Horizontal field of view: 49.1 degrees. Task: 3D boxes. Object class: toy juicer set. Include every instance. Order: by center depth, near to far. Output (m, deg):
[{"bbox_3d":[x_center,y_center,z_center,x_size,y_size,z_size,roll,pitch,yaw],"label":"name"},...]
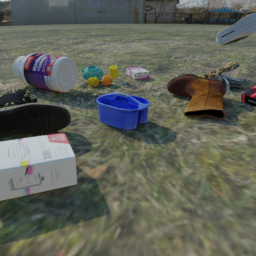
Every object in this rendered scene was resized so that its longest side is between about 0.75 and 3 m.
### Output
[{"bbox_3d":[-1.688,-2.353,12.900,2.405,0.654,1.530,8,43,7],"label":"toy juicer set"}]

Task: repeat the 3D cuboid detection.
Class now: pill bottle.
[{"bbox_3d":[-3.552,-2.385,11.839,2.567,1.430,1.430,13,27,26],"label":"pill bottle"}]

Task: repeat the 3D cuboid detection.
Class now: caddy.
[{"bbox_3d":[-0.163,-0.648,8.682,1.742,0.914,1.231,17,29,33],"label":"caddy"}]

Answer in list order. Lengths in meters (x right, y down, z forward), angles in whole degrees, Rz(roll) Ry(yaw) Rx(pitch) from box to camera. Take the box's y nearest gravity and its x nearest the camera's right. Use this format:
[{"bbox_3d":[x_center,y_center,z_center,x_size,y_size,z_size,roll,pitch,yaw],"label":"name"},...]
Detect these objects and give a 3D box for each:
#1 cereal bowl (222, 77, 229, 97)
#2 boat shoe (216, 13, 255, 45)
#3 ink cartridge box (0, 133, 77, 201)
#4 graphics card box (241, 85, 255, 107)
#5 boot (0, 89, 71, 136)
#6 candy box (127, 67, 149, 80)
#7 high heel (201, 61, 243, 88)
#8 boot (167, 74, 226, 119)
[{"bbox_3d":[3.471,-1.507,10.833,0.907,0.907,0.378,20,-9,36],"label":"cereal bowl"},{"bbox_3d":[3.404,-2.937,8.313,1.550,0.559,0.550,-16,0,26],"label":"boat shoe"},{"bbox_3d":[-2.225,0.787,5.791,2.099,0.708,1.223,-8,26,-20],"label":"ink cartridge box"},{"bbox_3d":[4.985,-1.063,9.922,0.989,0.401,1.576,-29,34,-17],"label":"graphics card box"},{"bbox_3d":[-3.032,-0.548,8.485,2.613,0.956,1.967,-9,26,-4],"label":"boot"},{"bbox_3d":[0.481,-2.720,13.865,0.778,0.348,1.141,-9,26,-19],"label":"candy box"},{"bbox_3d":[4.215,-2.637,12.961,1.770,0.886,2.482,10,35,6],"label":"high heel"},{"bbox_3d":[2.330,-1.032,10.103,2.308,0.840,2.452,9,38,17],"label":"boot"}]
